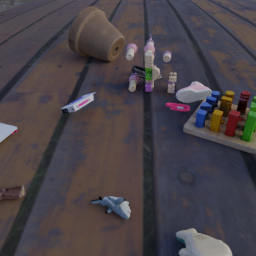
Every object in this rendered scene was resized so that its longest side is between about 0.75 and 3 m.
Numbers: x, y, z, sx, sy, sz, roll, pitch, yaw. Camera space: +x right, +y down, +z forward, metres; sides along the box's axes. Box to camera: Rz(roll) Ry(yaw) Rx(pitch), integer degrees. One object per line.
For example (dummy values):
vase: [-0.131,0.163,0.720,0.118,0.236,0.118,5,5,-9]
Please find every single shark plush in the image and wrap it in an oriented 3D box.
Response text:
shark plush: [-0.498,2.178,7.871,1.218,0.553,0.507,12,67,9]

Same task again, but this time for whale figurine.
whale figurine: [1.725,2.959,6.580,1.209,0.789,1.520,-4,11,-22]

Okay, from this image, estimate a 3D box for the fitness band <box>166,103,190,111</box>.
fitness band: [2.170,-0.915,12.226,1.037,0.194,0.745,11,16,13]

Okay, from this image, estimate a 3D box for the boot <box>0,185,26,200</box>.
boot: [-3.582,2.060,8.113,1.074,0.345,1.001,1,37,-7]

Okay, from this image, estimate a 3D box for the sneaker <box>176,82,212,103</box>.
sneaker: [2.949,-1.710,13.179,1.820,0.685,0.952,-7,36,-18]

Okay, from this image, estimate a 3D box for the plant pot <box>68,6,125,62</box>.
plant pot: [-1.685,-5.350,16.893,2.603,2.985,2.985,35,46,16]

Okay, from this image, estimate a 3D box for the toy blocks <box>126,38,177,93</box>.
toy blocks: [1.209,-3.150,13.848,2.418,2.260,2.036,2,40,9]

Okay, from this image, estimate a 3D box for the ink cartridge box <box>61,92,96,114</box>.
ink cartridge box: [-2.042,-1.087,11.974,0.756,0.296,1.596,-8,24,37]

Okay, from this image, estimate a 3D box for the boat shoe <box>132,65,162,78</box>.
boat shoe: [0.999,-3.066,15.273,1.720,0.490,0.575,13,37,17]

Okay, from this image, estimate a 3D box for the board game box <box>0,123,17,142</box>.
board game box: [-5.375,0.309,10.687,1.618,0.209,1.619,12,36,17]

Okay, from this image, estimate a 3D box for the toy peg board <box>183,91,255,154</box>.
toy peg board: [4.044,-0.669,11.088,2.761,1.356,2.772,19,39,25]
